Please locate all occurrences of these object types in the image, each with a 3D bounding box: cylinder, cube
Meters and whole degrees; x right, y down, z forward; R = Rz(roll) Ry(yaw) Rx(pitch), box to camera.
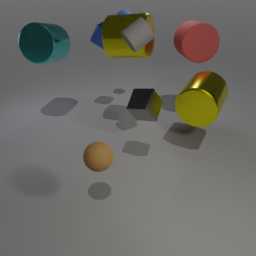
[{"bbox_3d":[2.575,-3.318,10.694,1.400,1.400,1.400,-2,25,-3],"label":"cylinder"},{"bbox_3d":[0.496,-0.670,8.124,0.700,0.700,0.700,6,66,34],"label":"cube"},{"bbox_3d":[0.044,-3.026,9.278,1.400,1.400,1.400,5,29,19],"label":"cylinder"},{"bbox_3d":[-0.931,-3.575,10.851,0.700,0.700,0.700,32,36,-2],"label":"cube"},{"bbox_3d":[-3.037,-3.125,10.334,1.400,1.400,1.400,6,19,11],"label":"cylinder"},{"bbox_3d":[0.277,-2.660,8.013,0.700,0.700,0.700,-38,34,2],"label":"cylinder"},{"bbox_3d":[2.444,-0.969,9.244,1.400,1.400,1.400,15,40,24],"label":"cylinder"}]

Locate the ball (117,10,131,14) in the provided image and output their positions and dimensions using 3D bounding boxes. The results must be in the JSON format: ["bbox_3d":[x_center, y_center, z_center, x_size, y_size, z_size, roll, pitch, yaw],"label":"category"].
[{"bbox_3d":[-0.149,-4.447,11.410,0.700,0.700,0.700,0,29,0],"label":"ball"}]

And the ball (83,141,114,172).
[{"bbox_3d":[-0.683,0.661,6.469,0.700,0.700,0.700,0,29,0],"label":"ball"}]
